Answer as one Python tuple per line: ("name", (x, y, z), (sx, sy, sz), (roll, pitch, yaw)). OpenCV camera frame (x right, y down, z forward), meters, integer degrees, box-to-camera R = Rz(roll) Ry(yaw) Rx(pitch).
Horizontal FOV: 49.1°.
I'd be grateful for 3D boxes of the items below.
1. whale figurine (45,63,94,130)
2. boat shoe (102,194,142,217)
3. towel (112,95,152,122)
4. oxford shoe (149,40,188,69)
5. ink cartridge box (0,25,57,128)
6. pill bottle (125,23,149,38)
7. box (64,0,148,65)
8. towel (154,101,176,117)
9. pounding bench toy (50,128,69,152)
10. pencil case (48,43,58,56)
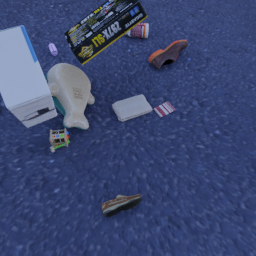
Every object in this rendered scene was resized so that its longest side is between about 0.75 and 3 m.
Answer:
("whale figurine", (-2.463, -1.169, 11.424), (2.315, 1.510, 2.910), (7, 61, -45))
("boat shoe", (-0.224, 2.374, 8.998), (1.339, 0.506, 0.494), (-17, 50, -15))
("towel", (0.169, -0.848, 11.816), (1.525, 0.263, 1.011), (-18, 54, -15))
("oxford shoe", (2.146, -3.589, 13.844), (2.331, 0.830, 0.845), (-32, 75, -16))
("ink cartridge box", (-3.162, -1.378, 8.593), (1.208, 2.887, 2.094), (-23, 86, -14))
("pill bottle", (0.426, -5.320, 15.179), (1.331, 0.752, 0.752), (7, 51, 6))
("box", (-0.962, -3.886, 10.639), (2.946, 0.727, 2.352), (-35, 36, 4))
("towel", (1.546, -0.784, 11.870), (0.780, 0.089, 0.562), (-27, 57, -18))
("pounding bench toy", (-2.549, 0.508, 10.512), (0.661, 0.526, 0.847), (-5, 51, -5))
("pencil case", (-3.849, -4.055, 14.403), (0.332, 0.338, 0.791), (-22, 55, -14))
